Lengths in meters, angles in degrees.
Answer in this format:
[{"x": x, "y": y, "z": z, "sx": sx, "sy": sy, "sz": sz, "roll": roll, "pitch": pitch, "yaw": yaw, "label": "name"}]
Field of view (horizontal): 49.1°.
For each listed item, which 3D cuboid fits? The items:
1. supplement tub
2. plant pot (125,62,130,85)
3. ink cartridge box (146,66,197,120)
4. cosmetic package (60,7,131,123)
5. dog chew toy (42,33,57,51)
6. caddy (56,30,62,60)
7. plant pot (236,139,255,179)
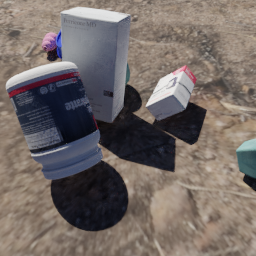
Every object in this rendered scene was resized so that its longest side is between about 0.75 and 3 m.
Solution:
[{"x": -1.650, "y": -0.189, "z": 6.589, "sx": 1.678, "sy": 2.391, "sz": 1.678, "roll": -17, "pitch": 9, "yaw": 3, "label": "supplement tub"}, {"x": -0.491, "y": -1.861, "z": 9.314, "sx": 1.216, "sy": 0.976, "sz": 1.216, "roll": -22, "pitch": 32, "yaw": 15, "label": "plant pot"}, {"x": 1.336, "y": -1.064, "z": 8.549, "sx": 1.094, "sy": 0.637, "sz": 1.511, "roll": -24, "pitch": 28, "yaw": 44, "label": "ink cartridge box"}, {"x": -0.917, "y": -1.767, "z": 7.951, "sx": 1.633, "sy": 2.893, "sz": 1.174, "roll": 12, "pitch": 34, "yaw": 13, "label": "cosmetic package"}, {"x": -3.105, "y": -3.376, "z": 11.127, "sx": 0.622, "sy": 0.622, "sz": 0.998, "roll": 6, "pitch": 40, "yaw": 6, "label": "dog chew toy"}, {"x": -2.024, "y": -3.308, "z": 10.792, "sx": 1.233, "sy": 0.916, "sz": 1.745, "roll": 21, "pitch": 70, "yaw": 5, "label": "caddy"}, {"x": 3.376, "y": 0.732, "z": 6.694, "sx": 1.333, "sy": 0.942, "sz": 0.942, "roll": -1, "pitch": 20, "yaw": 44, "label": "plant pot"}]
